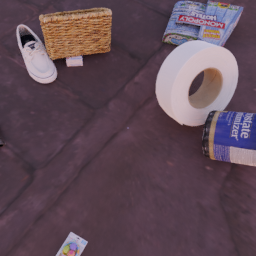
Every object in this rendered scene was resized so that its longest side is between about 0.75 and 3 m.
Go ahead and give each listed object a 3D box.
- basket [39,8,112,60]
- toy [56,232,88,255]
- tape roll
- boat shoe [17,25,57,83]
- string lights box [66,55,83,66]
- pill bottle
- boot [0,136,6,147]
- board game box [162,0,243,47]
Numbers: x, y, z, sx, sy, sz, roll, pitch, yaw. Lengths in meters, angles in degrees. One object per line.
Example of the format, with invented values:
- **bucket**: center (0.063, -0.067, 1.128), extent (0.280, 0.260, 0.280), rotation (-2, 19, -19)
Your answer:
- **basket**: center (-1.987, -4.009, 10.606), extent (2.554, 1.903, 1.823), rotation (-11, 60, -11)
- **toy**: center (-1.608, 3.391, 7.584), extent (0.573, 0.235, 0.995), rotation (25, 63, 14)
- **tape roll**: center (2.212, -1.394, 8.996), extent (2.635, 2.635, 0.922), rotation (-26, 37, -15)
- **boat shoe**: center (-3.703, -2.923, 10.915), extent (1.048, 0.931, 2.849), rotation (-31, 64, -17)
- **string lights box**: center (-2.167, -3.065, 11.331), extent (0.626, 0.359, 1.219), rotation (-4, 59, -5)
- **pill bottle**: center (3.693, 0.343, 8.117), extent (2.742, 1.534, 1.534), rotation (7, 57, 30)
- **boot**: center (-4.719, 0.345, 9.295), extent (1.150, 0.398, 1.001), rotation (-17, 60, -13)
- **board game box**: center (3.036, -4.055, 11.607), extent (2.919, 0.900, 2.917), rotation (15, 60, 9)
